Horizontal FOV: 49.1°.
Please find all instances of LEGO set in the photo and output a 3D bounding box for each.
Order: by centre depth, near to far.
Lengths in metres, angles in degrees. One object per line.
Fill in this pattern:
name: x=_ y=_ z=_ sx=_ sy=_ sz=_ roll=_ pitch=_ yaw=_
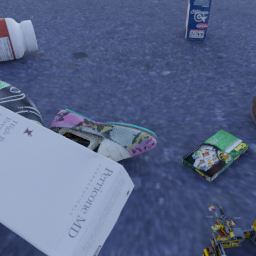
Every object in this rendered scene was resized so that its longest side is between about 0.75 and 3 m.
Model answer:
LEGO set: x=2.088 y=1.796 z=4.278 sx=1.708 sy=0.990 sz=1.314 roll=0 pitch=40 yaw=0

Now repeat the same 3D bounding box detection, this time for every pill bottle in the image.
pill bottle: x=-4.540 y=-3.043 z=9.772 sx=2.484 sy=1.393 sz=1.393 roll=-16 pitch=42 yaw=-18

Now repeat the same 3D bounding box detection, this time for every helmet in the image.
helmet: x=-2.825 y=0.119 z=5.490 sx=2.369 sy=2.369 sz=2.259 roll=20 pitch=61 yaw=22

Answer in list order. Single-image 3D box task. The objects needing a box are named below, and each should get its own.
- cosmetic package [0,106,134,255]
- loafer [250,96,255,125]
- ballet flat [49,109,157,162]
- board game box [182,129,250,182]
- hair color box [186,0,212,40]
cosmetic package: x=-0.959 y=0.471 z=2.751 sx=1.819 sy=0.673 sz=0.925 roll=22 pitch=69 yaw=20
loafer: x=3.778 y=-0.153 z=6.599 sx=1.034 sy=1.005 sz=2.831 roll=0 pitch=40 yaw=0
ballet flat: x=-0.685 y=0.275 z=6.325 sx=2.665 sy=0.921 sz=0.948 roll=15 pitch=61 yaw=25
board game box: x=2.017 y=0.580 z=6.390 sx=1.508 sy=0.177 sz=0.790 roll=-29 pitch=46 yaw=-30
hair color box: x=2.850 y=-5.122 z=11.126 sx=0.854 sy=2.822 sz=1.411 roll=5 pitch=40 yaw=9
